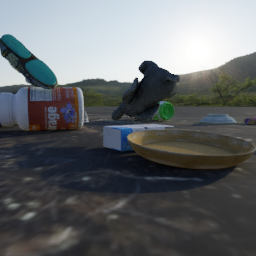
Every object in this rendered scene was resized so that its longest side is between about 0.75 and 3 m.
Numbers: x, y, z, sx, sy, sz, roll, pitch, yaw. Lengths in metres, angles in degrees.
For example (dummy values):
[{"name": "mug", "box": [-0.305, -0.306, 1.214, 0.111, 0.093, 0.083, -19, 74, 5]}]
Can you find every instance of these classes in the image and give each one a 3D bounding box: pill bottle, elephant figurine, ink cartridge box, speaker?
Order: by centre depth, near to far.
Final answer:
[{"name": "ink cartridge box", "box": [0.232, 0.169, 5.808, 1.309, 0.444, 0.759, -3, 6, -32]}, {"name": "elephant figurine", "box": [0.357, -0.717, 7.150, 1.270, 1.795, 1.393, 45, 0, 25]}, {"name": "pill bottle", "box": [-2.774, -0.620, 9.148, 2.514, 1.410, 1.410, -3, 6, -16]}, {"name": "speaker", "box": [1.346, -0.871, 14.072, 0.955, 0.955, 2.159, -3, 6, -30]}]

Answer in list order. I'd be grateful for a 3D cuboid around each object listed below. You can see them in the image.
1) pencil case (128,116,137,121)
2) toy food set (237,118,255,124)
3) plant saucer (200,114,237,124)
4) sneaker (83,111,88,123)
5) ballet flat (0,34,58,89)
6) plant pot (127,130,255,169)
[{"name": "pencil case", "box": [0.275, -0.723, 14.011, 0.560, 0.644, 1.439, 23, 4, -4]}, {"name": "toy food set", "box": [5.352, -0.275, 11.497, 1.520, 0.239, 0.966, 4, 7, 35]}, {"name": "plant saucer", "box": [3.893, -0.400, 12.098, 1.528, 0.383, 1.528, 0, 5, 0]}, {"name": "sneaker", "box": [-2.311, -0.511, 12.218, 1.386, 0.568, 0.518, 3, 6, 24]}, {"name": "ballet flat", "box": [-3.157, -1.914, 8.865, 2.463, 0.914, 0.914, 47, 20, 12]}, {"name": "plant pot", "box": [0.994, 0.318, 4.632, 2.038, 0.280, 2.038, 2, 8, 0]}]
